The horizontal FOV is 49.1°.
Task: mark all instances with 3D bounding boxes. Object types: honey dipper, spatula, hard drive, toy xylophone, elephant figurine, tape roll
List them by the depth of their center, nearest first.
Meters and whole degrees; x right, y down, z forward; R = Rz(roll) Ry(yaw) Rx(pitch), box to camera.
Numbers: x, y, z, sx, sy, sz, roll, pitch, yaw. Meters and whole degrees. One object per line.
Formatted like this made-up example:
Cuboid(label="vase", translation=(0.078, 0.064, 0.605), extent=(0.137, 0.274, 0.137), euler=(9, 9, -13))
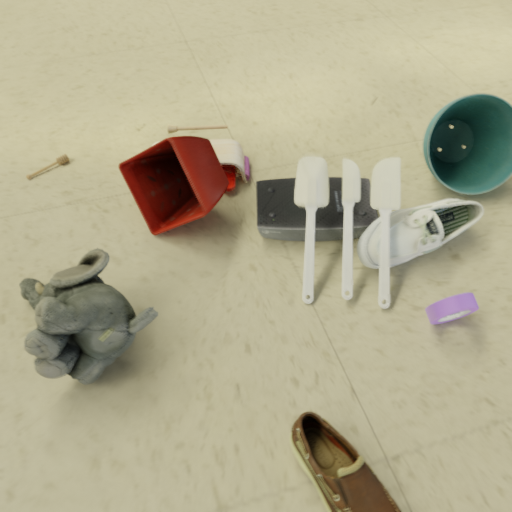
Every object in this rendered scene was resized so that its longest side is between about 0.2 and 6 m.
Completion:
Cuboid(label="elephant figurine", translation=(-2.991, 0.752, 9.580), extent=(1.981, 1.806, 2.553), euler=(17, 25, -23))
Cuboid(label="tape roll", translation=(3.415, 0.928, 9.789), extent=(0.852, 0.852, 0.279), euler=(-12, 70, -11))
Cuboid(label="spatula", translation=(1.679, -0.467, 10.521), extent=(1.977, 0.228, 2.843), euler=(2, 85, 5))
Cuboid(label="hard drive", translation=(1.245, -0.989, 11.854), extent=(2.482, 0.525, 1.674), euler=(-1, 46, 0))
Cuboid(label="toy xylophone", translation=(-1.377, -2.316, 13.046), extent=(2.551, 0.641, 1.868), euler=(4, 47, 4))
Cuboid(label="honey dipper", translation=(-4.908, -2.085, 13.148), extent=(1.068, 0.203, 0.203), euler=(-34, 55, -26))

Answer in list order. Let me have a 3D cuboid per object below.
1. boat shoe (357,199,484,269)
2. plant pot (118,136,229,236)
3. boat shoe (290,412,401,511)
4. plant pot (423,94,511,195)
Cuboid(label="boat shoe", translation=(3.236, -0.574, 10.926), extent=(2.764, 0.923, 1.017), euler=(-27, 97, -23))
Cuboid(label="plant pot", translation=(-1.516, -1.574, 11.509), extent=(1.618, 1.620, 1.427), euler=(-16, 13, 38))
Cuboid(label="boat shoe", translation=(1.263, 3.136, 7.700), extent=(0.866, 0.867, 2.345), euler=(-30, 53, -25))
Cuboid(label="plant pot", translation=(4.632, -2.528, 12.548), extent=(2.109, 2.109, 1.421), euler=(-3, 15, -3))
